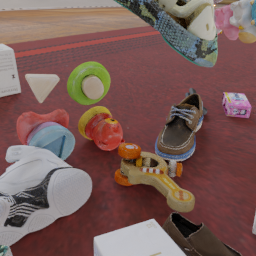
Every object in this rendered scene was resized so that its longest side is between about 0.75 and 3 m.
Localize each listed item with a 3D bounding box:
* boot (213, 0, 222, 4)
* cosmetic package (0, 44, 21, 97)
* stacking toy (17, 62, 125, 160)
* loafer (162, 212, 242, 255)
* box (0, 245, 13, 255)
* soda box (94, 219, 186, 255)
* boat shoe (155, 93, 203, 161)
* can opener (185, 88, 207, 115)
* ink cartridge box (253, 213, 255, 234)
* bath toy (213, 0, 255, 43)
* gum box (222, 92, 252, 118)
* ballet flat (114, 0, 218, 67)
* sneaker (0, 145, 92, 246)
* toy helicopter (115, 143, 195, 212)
[{"bbox_3d":[2.789,-3.980,7.578,1.568,0.577,0.749,-36,4,-6],"label":"boot"},{"bbox_3d":[-4.777,-2.027,9.961,1.316,1.597,1.317,-20,34,-33],"label":"cosmetic package"},{"bbox_3d":[-1.101,-0.195,6.143,2.380,2.154,1.005,-17,44,-31],"label":"stacking toy"},{"bbox_3d":[1.080,1.712,4.161,1.361,0.483,0.497,20,34,33],"label":"loafer"},{"bbox_3d":[-2.147,1.738,3.018,2.094,1.511,0.381,5,30,7],"label":"box"},{"bbox_3d":[0.554,2.120,2.695,0.923,0.863,2.711,-8,24,-26],"label":"soda box"},{"bbox_3d":[1.333,-0.147,7.125,0.961,0.963,2.660,10,30,18],"label":"boat shoe"},{"bbox_3d":[2.153,-0.816,9.098,0.536,0.424,1.611,32,26,-15],"label":"can opener"},{"bbox_3d":[2.512,1.186,4.778,0.486,0.834,1.154,14,31,24],"label":"ink cartridge box"},{"bbox_3d":[2.899,-2.843,7.499,0.923,1.086,2.498,-12,20,-16],"label":"bath toy"},{"bbox_3d":[3.392,-0.725,8.814,0.664,0.387,1.170,5,29,7],"label":"gum box"},{"bbox_3d":[0.698,-1.813,4.150,2.739,1.017,1.017,22,15,-32],"label":"ballet flat"},{"bbox_3d":[-2.066,1.117,4.810,2.623,0.986,1.508,-16,31,-37],"label":"sneaker"},{"bbox_3d":[0.641,0.942,5.294,1.280,0.763,1.935,-2,21,-27],"label":"toy helicopter"}]
